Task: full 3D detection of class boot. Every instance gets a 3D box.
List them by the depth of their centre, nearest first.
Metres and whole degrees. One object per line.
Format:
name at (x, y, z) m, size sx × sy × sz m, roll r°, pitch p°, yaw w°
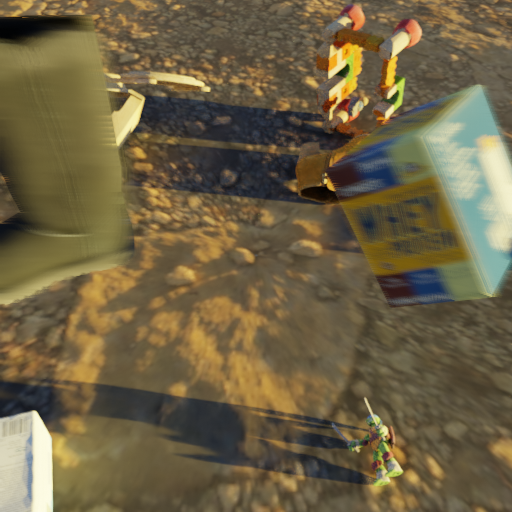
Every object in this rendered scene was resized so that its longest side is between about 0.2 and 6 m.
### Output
boot at (-2.276, -0.783, 5.141) m, size 2.107 × 2.556 × 0.839 m, roll -20°, pitch 52°, yaw -19°
boot at (1.758, -1.562, 10.493) m, size 2.025 × 0.713 × 1.450 m, roll -2°, pitch 50°, yaw 3°

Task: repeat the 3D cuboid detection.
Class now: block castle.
block castle at (2.223, -3.487, 11.091) m, size 1.703 × 2.549 × 1.196 m, roll 29°, pitch 58°, yaw 28°

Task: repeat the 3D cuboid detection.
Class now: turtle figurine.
turtle figurine at (1.325, 2.240, 6.603) m, size 0.592 × 0.823 × 0.798 m, roll -31°, pitch 48°, yaw 17°

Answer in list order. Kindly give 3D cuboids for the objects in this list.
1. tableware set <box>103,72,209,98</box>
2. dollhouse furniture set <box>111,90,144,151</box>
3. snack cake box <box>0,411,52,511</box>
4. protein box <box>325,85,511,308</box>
tableware set at (-3.270, -3.349, 10.687) m, size 4.199 × 0.487 × 3.508 m, roll -8°, pitch 19°, yaw -44°
dollhouse furniture set at (-3.400, -2.924, 11.015) m, size 1.917 × 1.680 × 1.273 m, roll 29°, pitch 60°, yaw -8°
snack cake box at (-3.403, 2.631, 6.082) m, size 2.159 × 0.725 × 1.242 m, roll -11°, pitch 47°, yaw -10°
protein box at (1.980, -0.657, 6.206) m, size 1.179 × 1.748 × 1.736 m, roll -14°, pitch 20°, yaw 45°
